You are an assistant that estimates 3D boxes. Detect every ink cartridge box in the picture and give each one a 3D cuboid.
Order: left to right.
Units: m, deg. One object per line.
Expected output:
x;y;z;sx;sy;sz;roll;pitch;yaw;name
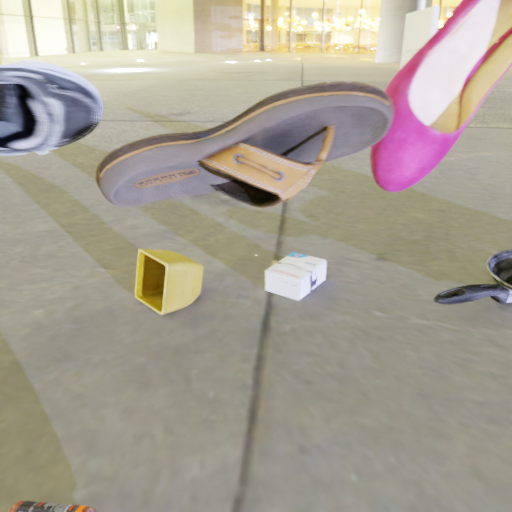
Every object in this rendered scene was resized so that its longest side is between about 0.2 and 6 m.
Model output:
0.591;0.292;8.353;0.605;0.349;0.834;15;28;30;ink cartridge box

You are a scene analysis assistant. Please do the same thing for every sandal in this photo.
-0.113;-0.921;5.863;3.170;0.865;1.295;-14;-19;1;sandal

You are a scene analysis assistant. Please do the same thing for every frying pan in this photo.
3.880;0.502;7.766;1.728;0.465;2.856;19;32;39;frying pan

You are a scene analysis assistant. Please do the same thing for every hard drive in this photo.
3.306;-4.386;11.359;0.150;1.140;0.752;3;5;-36;hard drive

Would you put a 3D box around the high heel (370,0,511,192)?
2.316;-2.049;5.965;1.033;3.066;1.471;38;-5;-7;high heel

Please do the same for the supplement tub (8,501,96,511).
-1.471;2.083;4.201;0.776;0.415;0.415;2;24;5;supplement tub

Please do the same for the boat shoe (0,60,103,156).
-2.593;-1.447;5.927;1.045;1.063;2.948;29;25;20;boat shoe

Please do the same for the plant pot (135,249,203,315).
-1.179;0.312;7.905;0.756;0.739;0.735;-8;23;-42;plant pot
